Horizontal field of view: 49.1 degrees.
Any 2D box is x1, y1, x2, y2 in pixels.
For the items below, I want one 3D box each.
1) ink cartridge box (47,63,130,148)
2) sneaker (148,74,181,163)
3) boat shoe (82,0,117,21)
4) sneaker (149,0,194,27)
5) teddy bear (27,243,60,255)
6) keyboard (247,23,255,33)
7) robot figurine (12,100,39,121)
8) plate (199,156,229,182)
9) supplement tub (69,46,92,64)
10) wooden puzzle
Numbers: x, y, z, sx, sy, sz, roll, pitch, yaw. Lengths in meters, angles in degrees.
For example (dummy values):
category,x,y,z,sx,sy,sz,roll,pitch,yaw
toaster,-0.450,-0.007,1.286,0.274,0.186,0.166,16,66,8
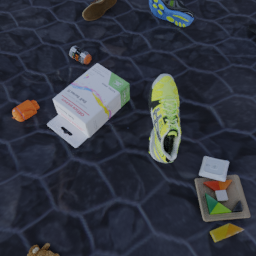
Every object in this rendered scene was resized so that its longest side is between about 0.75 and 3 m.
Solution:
category,x,y,z,sx,sy,sz,roll,pitch,yaw
ink cartridge box,-1.355,-0.800,9.362,1.563,0.898,2.669,35,64,20
sneaker,1.206,-0.253,8.199,0.997,1.010,2.644,-6,99,-20
boat shoe,-1.340,-5.373,12.473,1.787,0.645,0.643,-43,36,-13
sneaker,1.884,-5.180,12.231,2.231,0.791,0.925,33,58,13
teddy bear,-2.177,3.285,7.201,0.822,0.274,0.596,37,63,20
keyboard,5.827,-3.576,11.507,2.207,0.437,1.149,40,43,23
robot figurine,-3.473,-0.578,9.444,0.934,0.545,0.672,-37,67,-21
plate,2.602,1.191,8.445,0.775,0.125,0.773,11,50,22
supplement tub,-1.836,-2.815,10.866,0.794,0.487,0.487,32,63,19
wooden puzzle,2.702,1.989,8.018,1.483,0.257,2.198,-9,58,-6
